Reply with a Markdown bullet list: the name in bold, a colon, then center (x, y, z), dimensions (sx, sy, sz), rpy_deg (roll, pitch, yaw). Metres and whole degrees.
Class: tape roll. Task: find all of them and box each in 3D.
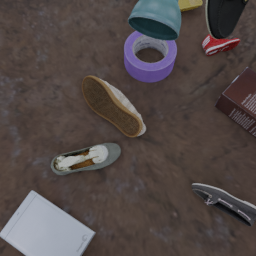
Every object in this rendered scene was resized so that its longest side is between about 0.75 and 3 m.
- **tape roll**: center (0.757, -2.546, 9.774), dimensions (1.792, 0.761, 1.792), rpy_deg (0, 68, -1)

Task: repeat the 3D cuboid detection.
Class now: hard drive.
- **hard drive**: center (-2.244, 2.965, 7.821), dimensions (2.222, 0.296, 1.466), rpy_deg (30, 71, 11)

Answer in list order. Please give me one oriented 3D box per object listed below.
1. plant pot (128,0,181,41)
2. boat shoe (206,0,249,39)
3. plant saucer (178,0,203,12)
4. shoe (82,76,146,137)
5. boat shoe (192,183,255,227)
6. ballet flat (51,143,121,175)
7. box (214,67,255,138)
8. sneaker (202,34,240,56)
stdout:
- **plant pot**: center (0.725, -2.761, 6.706), dimensions (1.276, 1.276, 0.855), rpy_deg (18, 92, 7)
- **boat shoe**: center (2.583, -3.445, 6.721), dimensions (0.949, 2.594, 0.813), rpy_deg (1, 24, -22)
- **plant saucer**: center (1.473, -5.268, 10.979), dimensions (2.242, 0.543, 2.241), rpy_deg (-13, 70, -5)
- **shoe**: center (-0.471, -0.707, 9.123), dimensions (2.749, 0.734, 0.961), rpy_deg (45, 116, 19)
- **boat shoe**: center (2.712, 2.164, 7.952), dimensions (1.968, 0.658, 0.561), rpy_deg (22, 65, 5)
- **ballet flat**: center (-1.241, 0.927, 8.416), dimensions (2.163, 0.689, 0.729), rpy_deg (-16, 74, -7)
- **box**: center (4.317, -0.484, 8.829), dimensions (2.747, 1.029, 1.376), rpy_deg (43, 74, 14)
- **sneaker**: center (3.325, -3.178, 10.163), dimensions (1.337, 0.524, 0.773), rpy_deg (-18, 71, -8)
